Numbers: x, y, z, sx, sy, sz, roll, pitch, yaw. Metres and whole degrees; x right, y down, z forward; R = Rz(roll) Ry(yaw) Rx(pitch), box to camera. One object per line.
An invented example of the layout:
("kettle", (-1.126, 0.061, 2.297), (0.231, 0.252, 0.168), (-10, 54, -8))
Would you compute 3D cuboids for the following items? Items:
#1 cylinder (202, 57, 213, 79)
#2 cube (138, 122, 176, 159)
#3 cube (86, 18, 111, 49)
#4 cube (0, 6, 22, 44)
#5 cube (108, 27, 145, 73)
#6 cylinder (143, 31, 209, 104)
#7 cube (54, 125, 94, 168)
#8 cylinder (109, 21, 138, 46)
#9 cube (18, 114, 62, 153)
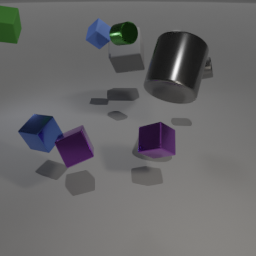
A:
("cylinder", (2.536, -2.030, 9.670), (0.700, 0.700, 0.700), (-8, 24, 19))
("cube", (0.742, 0.331, 7.171), (0.700, 0.700, 0.700), (-14, -27, 37))
("cube", (-1.133, -3.666, 10.931), (0.700, 0.700, 0.700), (-23, 50, 44))
("cube", (-3.427, -2.879, 7.792), (0.700, 0.700, 0.700), (5, 57, -9))
("cube", (-0.042, -3.507, 12.761), (1.400, 1.400, 1.400), (-5, 71, 10))
("cylinder", (1.253, -1.533, 7.297), (1.400, 1.400, 1.400), (16, -12, 4))
("cube", (-1.285, 0.435, 6.820), (0.700, 0.700, 0.700), (-23, 14, -2))
("cylinder", (-0.146, -3.087, 9.190), (0.700, 0.700, 0.700), (-19, 21, -32))
("cube", (-2.286, 0.133, 7.395), (0.700, 0.700, 0.700), (7, 47, 28))
